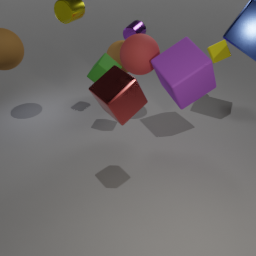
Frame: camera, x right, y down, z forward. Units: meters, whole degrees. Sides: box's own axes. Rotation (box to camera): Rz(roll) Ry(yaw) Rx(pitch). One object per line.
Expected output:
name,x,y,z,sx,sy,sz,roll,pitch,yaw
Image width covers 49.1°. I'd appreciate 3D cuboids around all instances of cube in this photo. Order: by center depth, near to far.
cube,-0.180,-0.623,5.339,0.700,0.700,0.700,-43,50,-7
cube,-0.742,-1.785,8.857,0.700,0.700,0.700,38,43,-17
cube,1.819,-1.753,9.091,1.400,1.400,1.400,-33,56,4
cube,4.197,-3.277,9.330,1.400,1.400,1.400,37,30,3
cube,3.759,-3.144,11.589,0.700,0.700,0.700,-23,6,14

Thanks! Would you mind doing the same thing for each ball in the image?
ball,-4.295,-2.685,9.579,1.400,1.400,1.400,0,30,0
ball,0.410,-2.555,9.758,1.400,1.400,1.400,0,30,0
ball,-0.252,-3.080,12.165,1.400,1.400,1.400,0,30,0

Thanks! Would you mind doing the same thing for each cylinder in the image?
cylinder,-1.814,-3.692,8.724,0.700,0.700,0.700,15,38,24
cylinder,0.263,-3.817,11.146,0.700,0.700,0.700,18,49,27
